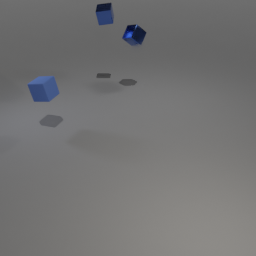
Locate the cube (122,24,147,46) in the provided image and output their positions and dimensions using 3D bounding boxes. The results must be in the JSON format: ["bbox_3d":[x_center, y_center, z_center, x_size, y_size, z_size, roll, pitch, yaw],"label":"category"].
[{"bbox_3d":[0.292,-4.277,12.951,0.700,0.700,0.700,25,-3,-41],"label":"cube"}]

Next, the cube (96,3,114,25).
[{"bbox_3d":[-1.073,-5.341,13.129,0.700,0.700,0.700,-4,50,8],"label":"cube"}]

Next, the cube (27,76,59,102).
[{"bbox_3d":[-3.010,-1.399,10.027,0.700,0.700,0.700,2,33,23],"label":"cube"}]
